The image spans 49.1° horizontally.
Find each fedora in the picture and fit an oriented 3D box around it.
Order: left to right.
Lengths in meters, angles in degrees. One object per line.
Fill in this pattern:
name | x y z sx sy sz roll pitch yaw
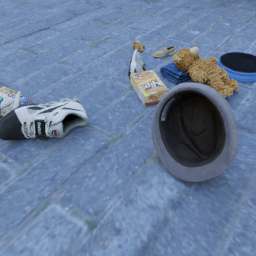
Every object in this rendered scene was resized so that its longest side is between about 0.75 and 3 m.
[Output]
fedora | 2.000 0.088 8.203 1.252 2.453 2.773 1 63 -58

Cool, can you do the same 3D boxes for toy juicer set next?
toy juicer set | -4.568 -0.357 9.187 2.429 0.661 1.545 -29 52 -10

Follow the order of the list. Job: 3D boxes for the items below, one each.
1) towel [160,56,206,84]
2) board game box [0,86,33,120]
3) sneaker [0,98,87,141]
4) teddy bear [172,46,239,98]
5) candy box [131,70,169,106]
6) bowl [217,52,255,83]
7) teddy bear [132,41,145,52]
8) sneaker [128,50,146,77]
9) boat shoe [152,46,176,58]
towel | 2.586 -2.707 12.454 2.226 0.540 1.243 -26 46 -27
board game box | -4.576 -0.887 10.433 1.659 0.384 1.257 25 47 27
sneaker | -2.681 -0.154 9.040 2.902 1.075 1.284 -21 42 -22
teddy bear | 3.184 -2.322 11.250 2.129 0.981 2.937 -18 60 -29
candy box | 0.845 -1.639 11.228 1.023 0.490 1.773 -13 41 -13
bowl | 5.113 -2.797 12.642 2.237 0.439 2.237 0 40 0
teddy bear | 0.540 -4.208 14.387 0.714 0.329 0.985 7 41 5
sneaker | 0.447 -2.861 12.624 0.738 0.688 1.862 10 47 -3
boat shoe | 1.795 -3.800 13.831 1.282 0.416 0.462 -14 42 -16
